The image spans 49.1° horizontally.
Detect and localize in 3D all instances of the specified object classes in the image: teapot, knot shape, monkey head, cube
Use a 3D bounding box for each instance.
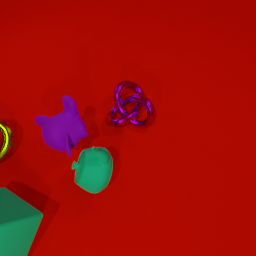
[{"bbox_3d":[-0.914,0.976,6.946,0.914,1.866,1.160,15,51,-21],"label":"teapot"},{"bbox_3d":[-0.039,-0.553,8.324,1.452,0.717,1.551,-33,71,5],"label":"knot shape"},{"bbox_3d":[-4.326,0.089,7.721,2.043,0.944,1.912,-5,50,-38],"label":"knot shape"},{"bbox_3d":[-1.692,-0.088,7.141,1.087,1.298,1.804,-31,46,-28],"label":"monkey head"},{"bbox_3d":[-2.977,2.252,6.053,1.359,1.359,1.359,24,94,23],"label":"cube"}]
